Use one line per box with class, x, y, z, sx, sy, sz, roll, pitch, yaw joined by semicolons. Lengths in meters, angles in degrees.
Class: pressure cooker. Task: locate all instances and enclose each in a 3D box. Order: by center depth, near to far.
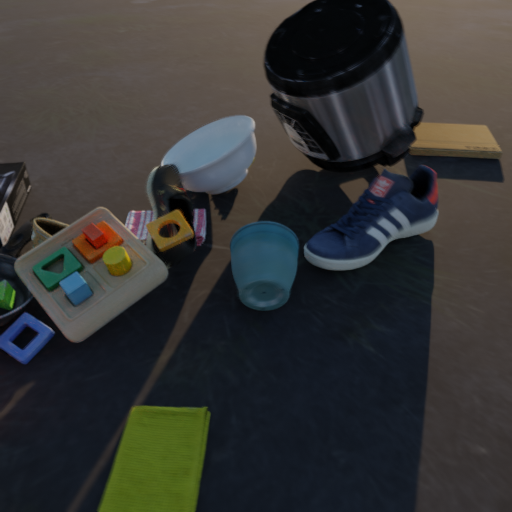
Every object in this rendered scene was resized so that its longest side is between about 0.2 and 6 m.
pressure cooker;2.248;-3.895;13.647;3.363;3.765;3.312;-5;57;23

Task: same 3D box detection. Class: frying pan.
frying pan;-5.098;0.254;10.060;2.408;0.648;3.980;1;28;-15

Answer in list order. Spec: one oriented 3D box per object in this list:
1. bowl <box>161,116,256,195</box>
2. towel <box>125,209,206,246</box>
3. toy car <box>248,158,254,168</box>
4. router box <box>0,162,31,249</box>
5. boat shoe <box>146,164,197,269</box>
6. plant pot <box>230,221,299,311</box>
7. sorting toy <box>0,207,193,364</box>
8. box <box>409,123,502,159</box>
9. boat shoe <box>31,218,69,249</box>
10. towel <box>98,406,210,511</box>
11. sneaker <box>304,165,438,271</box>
bowl;-0.929;-2.178;12.999;2.372;1.066;2.372;-19;34;13
towel;-1.920;-0.623;11.738;1.715;0.257;1.255;-2;35;-3
toy car;-0.574;-2.108;13.874;1.016;0.227;0.956;-3;40;23
router box;-6.249;-1.045;11.935;2.201;0.731;2.800;-4;35;-6
boat shoe;-1.609;-0.918;11.053;0.819;0.956;2.614;-29;44;22
plant pot;0.144;0.248;9.730;1.254;1.254;1.178;0;46;0
sorting toy;-2.811;0.145;9.373;3.714;0.506;2.091;-37;58;-20
box;5.374;-3.236;15.553;2.353;0.250;1.924;4;34;6
boat shoe;-3.228;-0.176;10.502;2.451;0.933;0.878;11;36;16
towel;-1.283;2.860;6.719;1.138;0.239;2.645;3;34;3
sneaker;2.309;-0.891;11.066;3.372;1.425;1.264;-26;42;-30
